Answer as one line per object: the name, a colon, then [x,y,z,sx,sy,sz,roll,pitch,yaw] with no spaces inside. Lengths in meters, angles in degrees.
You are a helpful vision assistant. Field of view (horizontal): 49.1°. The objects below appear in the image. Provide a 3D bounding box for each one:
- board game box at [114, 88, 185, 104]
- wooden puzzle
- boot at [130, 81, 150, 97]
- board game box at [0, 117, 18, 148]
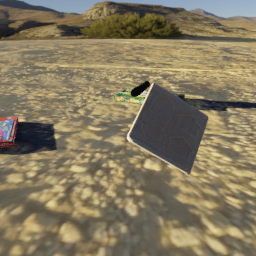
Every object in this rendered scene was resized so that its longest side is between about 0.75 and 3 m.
board game box: [0.786,-1.106,10.200,2.342,0.275,1.227,8,24,21]
wooden puzzle: [0.748,0.006,5.162,1.301,0.325,1.405,30,59,-9]
boot: [0.384,-1.370,10.038,0.851,0.320,0.636,-32,10,-12]
board game box: [-3.364,0.100,7.155,0.942,0.178,1.830,-7,22,-15]
